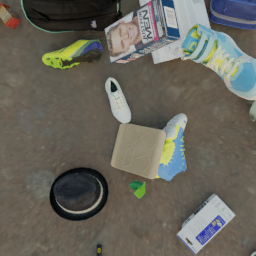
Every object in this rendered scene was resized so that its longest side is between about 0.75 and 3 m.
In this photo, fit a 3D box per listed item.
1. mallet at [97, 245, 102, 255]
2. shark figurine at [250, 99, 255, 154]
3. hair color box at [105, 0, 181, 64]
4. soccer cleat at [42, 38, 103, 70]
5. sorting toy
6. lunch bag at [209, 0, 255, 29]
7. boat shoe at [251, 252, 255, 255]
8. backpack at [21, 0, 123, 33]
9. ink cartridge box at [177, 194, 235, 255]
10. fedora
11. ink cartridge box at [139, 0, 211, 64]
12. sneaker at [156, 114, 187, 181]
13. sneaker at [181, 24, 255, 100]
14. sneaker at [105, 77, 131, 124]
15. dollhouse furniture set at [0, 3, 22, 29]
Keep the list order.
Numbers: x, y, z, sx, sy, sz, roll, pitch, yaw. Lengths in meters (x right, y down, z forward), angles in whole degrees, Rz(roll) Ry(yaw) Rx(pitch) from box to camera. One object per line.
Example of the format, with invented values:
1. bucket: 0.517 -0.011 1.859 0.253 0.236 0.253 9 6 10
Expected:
1. mallet: -1.013 4.688 8.826 0.622 0.389 1.890 -7 82 4
2. shark figurine: 4.496 -0.368 8.802 1.570 1.097 2.628 -20 78 33
3. hair color box: 0.298 -2.333 6.918 0.573 1.894 0.947 -9 88 -45
4. soccer cleat: -1.784 -2.440 9.098 1.974 0.638 0.826 -10 63 3
5. sorting toy: 0.243 1.016 8.776 1.615 0.322 2.185 12 87 31
6. lunch bag: 3.569 -3.943 8.791 1.870 1.237 1.270 13 72 2
7. boat shoe: 4.456 5.078 8.562 0.895 0.749 2.504 -16 87 -1
8. backpack: -1.694 -4.009 8.178 2.784 2.447 2.134 -12 80 -4
9. ink cartridge box: 2.428 3.026 8.874 1.788 0.351 0.889 -42 88 -3
10. fedora: -1.520 1.875 8.330 1.838 0.840 1.838 -2 66 4
11. ink cartridge box: 1.548 -3.343 9.045 1.998 0.501 2.302 -14 92 2
12. sneaker: 1.469 0.680 8.843 1.155 0.833 2.199 30 95 -11
13. sneaker: 2.385 -1.806 7.507 1.764 2.701 1.074 7 129 -31
14. sneaker: -0.352 -0.876 8.932 0.554 0.632 1.577 -23 89 -3
15. dollhouse furniture set: -4.218 -3.384 9.190 1.247 0.507 0.671 -39 88 15
